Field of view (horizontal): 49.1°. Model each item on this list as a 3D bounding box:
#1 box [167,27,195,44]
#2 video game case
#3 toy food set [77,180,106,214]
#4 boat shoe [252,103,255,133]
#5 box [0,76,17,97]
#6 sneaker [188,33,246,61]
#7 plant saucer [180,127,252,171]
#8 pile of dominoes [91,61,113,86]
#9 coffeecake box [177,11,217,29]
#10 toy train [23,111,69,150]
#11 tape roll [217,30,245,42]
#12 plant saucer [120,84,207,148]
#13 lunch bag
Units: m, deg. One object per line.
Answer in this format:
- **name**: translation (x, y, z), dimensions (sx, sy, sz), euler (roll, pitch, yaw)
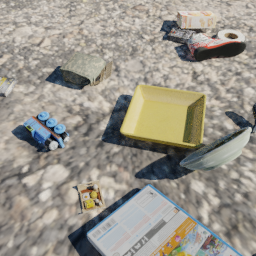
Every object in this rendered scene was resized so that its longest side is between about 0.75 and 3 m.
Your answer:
- **box**: translation (2.378, -4.125, 12.500), dimensions (1.030, 0.256, 0.813), euler (17, 49, 15)
- **video game case**: translation (0.769, 2.542, 5.824), dimensions (2.003, 0.249, 2.799), euler (-31, 47, -32)
- **toy food set**: translation (-0.920, 1.717, 7.021), dimensions (0.579, 0.244, 0.807), euler (-12, 48, -11)
- **boat shoe**: translation (4.021, -0.381, 8.682), dimensions (0.464, 0.361, 1.021), euler (30, 94, 35)
- **box**: translation (-4.513, -1.495, 10.061), dimensions (0.687, 0.210, 0.867), euler (9, 48, 9)
- **sneaker**: translation (3.610, -3.477, 11.548), dimensions (2.251, 0.751, 1.206), euler (-11, 50, -7)
- **plant saucer**: translation (2.300, 0.645, 7.149), dimensions (1.980, 1.980, 0.497), euler (-27, 83, -23)
- **pile of dominoes**: translation (-0.929, -2.009, 10.479), dimensions (0.862, 0.176, 1.106), euler (-19, 44, 20)
- **coffeecake box**: translation (3.139, -5.027, 12.970), dimensions (1.558, 0.569, 1.196), euler (-1, 33, -1)
- **toy train**: translation (-2.398, 0.113, 8.315), dimensions (1.437, 0.623, 0.821), euler (35, 65, 26)
- **tape roll**: translation (4.549, -3.985, 12.397), dimensions (1.183, 0.216, 1.183), euler (0, 46, 0)
- **plant saucer**: translation (1.154, -0.311, 8.693), dimensions (2.322, 0.563, 2.322), euler (10, 49, 10)
- **lunch bag**: translation (-1.581, -2.102, 10.209), dimensions (1.336, 0.785, 1.096), euler (17, 55, 22)
